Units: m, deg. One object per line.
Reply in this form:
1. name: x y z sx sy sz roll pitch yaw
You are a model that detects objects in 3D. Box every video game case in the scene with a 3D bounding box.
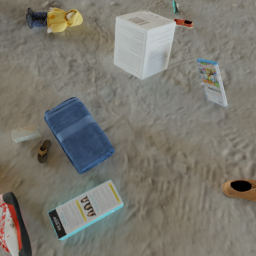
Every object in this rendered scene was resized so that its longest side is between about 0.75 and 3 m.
1. video game case: 3.190 -1.739 10.639 0.157 1.763 1.261 -26 25 -6

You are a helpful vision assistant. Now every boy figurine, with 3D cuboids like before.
1. boy figurine: -3.391 -5.029 13.028 2.492 0.803 1.549 2 61 4

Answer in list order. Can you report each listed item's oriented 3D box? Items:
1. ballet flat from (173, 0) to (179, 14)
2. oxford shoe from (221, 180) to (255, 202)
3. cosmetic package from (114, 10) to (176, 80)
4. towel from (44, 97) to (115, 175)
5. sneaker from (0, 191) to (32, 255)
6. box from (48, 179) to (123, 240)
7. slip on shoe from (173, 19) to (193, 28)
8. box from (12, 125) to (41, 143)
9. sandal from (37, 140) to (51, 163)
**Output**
1. ballet flat: 2.364 -5.938 13.781 0.257 0.255 0.751 0 74 -10
2. oxford shoe: 4.357 2.105 9.571 2.098 0.748 0.748 0 63 -2
3. cosmetic package: 0.593 -3.283 10.965 1.643 1.976 1.653 -30 52 -35
4. towel: -1.847 0.217 10.510 1.608 0.699 2.879 -31 67 -15
5. sneaker: -4.006 3.394 8.891 1.342 0.836 2.504 -24 63 -10
6. box: -1.375 2.719 9.346 2.322 0.571 0.956 -26 67 -12
7. slip on shoe: 2.611 -5.011 13.275 1.011 0.309 0.374 18 67 10
8. box: -3.846 0.219 10.611 0.953 0.452 0.370 -14 72 -6
9. sandal: -3.134 0.842 10.438 0.394 0.263 0.964 13 65 6
